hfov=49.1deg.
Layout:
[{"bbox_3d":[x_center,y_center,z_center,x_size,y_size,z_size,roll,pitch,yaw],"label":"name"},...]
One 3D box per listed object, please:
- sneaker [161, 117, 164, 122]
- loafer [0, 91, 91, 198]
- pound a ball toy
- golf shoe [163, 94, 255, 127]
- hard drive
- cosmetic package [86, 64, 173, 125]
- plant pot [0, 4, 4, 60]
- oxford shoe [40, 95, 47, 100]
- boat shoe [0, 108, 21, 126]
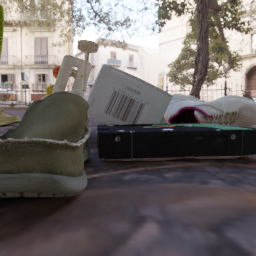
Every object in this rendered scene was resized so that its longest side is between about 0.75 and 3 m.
[{"bbox_3d":[0.230,-0.566,10.274,2.242,0.804,0.928,2,5,20],"label":"sneaker"},{"bbox_3d":[-0.758,0.054,2.549,0.839,0.777,2.231,-1,5,-6],"label":"loafer"},{"bbox_3d":[-1.265,-0.869,5.796,0.768,1.808,1.179,17,-14,-14],"label":"pound a ball toy"},{"bbox_3d":[2.154,-0.265,7.149,2.593,0.977,1.187,2,25,9],"label":"golf shoe"},{"bbox_3d":[0.566,0.151,3.925,2.001,0.378,1.398,-2,5,-8],"label":"hard drive"},{"bbox_3d":[-0.052,-0.592,5.893,1.351,0.984,2.657,25,8,-7],"label":"cosmetic package"},{"bbox_3d":[-4.098,-1.079,5.715,2.806,2.546,2.792,-2,6,-30],"label":"plant pot"},{"bbox_3d":[-2.282,-0.493,8.608,2.753,1.035,0.795,-1,29,48],"label":"oxford shoe"},{"bbox_3d":[-4.438,-0.401,9.327,1.897,0.616,0.685,2,5,19],"label":"boat shoe"}]
